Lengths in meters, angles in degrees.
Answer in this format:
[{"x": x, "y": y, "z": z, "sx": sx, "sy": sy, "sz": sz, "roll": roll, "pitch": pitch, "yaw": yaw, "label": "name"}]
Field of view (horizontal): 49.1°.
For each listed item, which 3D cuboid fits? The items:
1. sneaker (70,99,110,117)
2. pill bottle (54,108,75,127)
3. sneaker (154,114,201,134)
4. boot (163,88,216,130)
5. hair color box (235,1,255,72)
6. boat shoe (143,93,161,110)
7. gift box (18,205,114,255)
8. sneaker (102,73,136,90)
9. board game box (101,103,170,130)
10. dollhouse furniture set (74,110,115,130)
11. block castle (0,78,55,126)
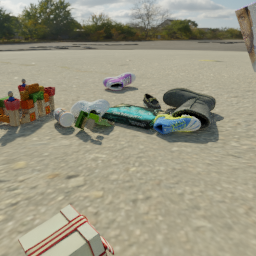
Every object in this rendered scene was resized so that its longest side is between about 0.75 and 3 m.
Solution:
[{"x": -1.623, "y": -0.689, "z": 11.056, "sx": 1.818, "sy": 0.640, "sz": 0.729, "roll": -7, "pitch": 36, "yaw": 29, "label": "sneaker"}, {"x": -2.453, "y": -0.428, "z": 10.632, "sx": 0.567, "sy": 0.567, "sz": 0.975, "roll": -11, "pitch": 23, "yaw": -29, "label": "pill bottle"}, {"x": 1.630, "y": -0.026, "z": 9.674, "sx": 1.629, "sy": 0.617, "sz": 0.856, "roll": 5, "pitch": 34, "yaw": 27, "label": "sneaker"}, {"x": 2.256, "y": -0.787, "z": 11.329, "sx": 2.559, "sy": 1.021, "sz": 2.814, "roll": 7, "pitch": 27, "yaw": 25, "label": "boot"}, {"x": 4.316, "y": -2.915, "z": 8.910, "sx": 0.716, "sy": 2.209, "sz": 1.208, "roll": -25, "pitch": 13, "yaw": -5, "label": "hair color box"}, {"x": 1.080, "y": -1.200, "z": 12.906, "sx": 0.576, "sy": 0.487, "sz": 1.617, "roll": -6, "pitch": 21, "yaw": -17, "label": "boat shoe"}, {"x": -0.804, "y": 1.787, "z": 3.923, "sx": 0.969, "sy": 1.038, "sz": 0.958, "roll": -30, "pitch": 36, "yaw": -28, "label": "gift box"}, {"x": -0.300, "y": -2.719, "z": 16.924, "sx": 2.196, "sy": 0.796, "sz": 1.252, "roll": -19, "pitch": 31, "yaw": -23, "label": "sneaker"}, {"x": 0.245, "y": -0.528, "z": 11.249, "sx": 2.402, "sy": 0.338, "sz": 1.625, "roll": 14, "pitch": 24, "yaw": 34, "label": "board game box"}, {"x": -1.179, "y": -0.110, "z": 10.168, "sx": 0.824, "sy": 0.632, "sz": 1.258, "roll": 18, "pitch": -3, "yaw": 27, "label": "dollhouse furniture set"}, {"x": -4.468, "y": -1.184, "z": 11.561, "sx": 1.942, "sy": 1.363, "sz": 2.906, "roll": 7, "pitch": 21, "yaw": 18, "label": "block castle"}]
